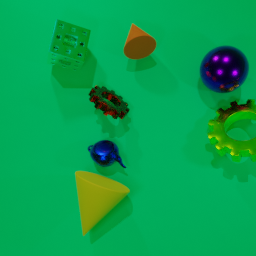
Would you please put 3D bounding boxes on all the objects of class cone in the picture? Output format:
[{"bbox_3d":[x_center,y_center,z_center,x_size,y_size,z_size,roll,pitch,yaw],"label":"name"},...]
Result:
[{"bbox_3d":[0.241,-2.700,8.181,0.966,0.966,0.970,-13,65,-2],"label":"cone"},{"bbox_3d":[-0.863,1.994,6.954,1.428,1.428,1.433,19,88,3],"label":"cone"}]

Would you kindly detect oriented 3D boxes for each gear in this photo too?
[{"bbox_3d":[3.096,0.036,7.475,1.849,0.342,1.849,-16,47,18],"label":"gear"},{"bbox_3d":[-0.517,-0.720,7.770,1.187,1.187,0.219,40,117,7],"label":"gear"}]

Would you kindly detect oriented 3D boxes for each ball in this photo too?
[{"bbox_3d":[2.675,-1.630,7.833,1.313,1.313,1.313,0,80,0],"label":"ball"}]

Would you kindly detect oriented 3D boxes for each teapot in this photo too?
[{"bbox_3d":[-0.598,0.756,7.723,1.277,0.625,0.794,20,49,23],"label":"teapot"}]

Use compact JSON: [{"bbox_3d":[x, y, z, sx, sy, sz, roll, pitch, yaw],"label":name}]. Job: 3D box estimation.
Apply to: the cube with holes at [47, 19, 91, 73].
[{"bbox_3d":[-1.704,-2.302,7.997,0.960,0.960,0.960,13,79,-17],"label":"cube with holes"}]
